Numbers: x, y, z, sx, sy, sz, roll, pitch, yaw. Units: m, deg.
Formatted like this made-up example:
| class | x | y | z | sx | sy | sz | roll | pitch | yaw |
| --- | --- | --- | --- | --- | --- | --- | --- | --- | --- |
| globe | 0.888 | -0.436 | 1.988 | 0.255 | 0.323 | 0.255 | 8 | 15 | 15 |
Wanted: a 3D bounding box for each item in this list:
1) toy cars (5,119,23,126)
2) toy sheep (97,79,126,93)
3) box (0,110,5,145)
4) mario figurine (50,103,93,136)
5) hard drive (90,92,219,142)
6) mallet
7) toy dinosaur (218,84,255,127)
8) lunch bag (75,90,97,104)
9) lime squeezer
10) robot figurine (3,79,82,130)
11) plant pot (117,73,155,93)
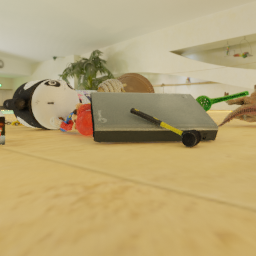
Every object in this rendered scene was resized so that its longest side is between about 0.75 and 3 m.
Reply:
| class | x | y | z | sx | sy | sz | roll | pitch | yaw |
| --- | --- | --- | --- | --- | --- | --- | --- | --- | --- |
| toy cars | -4.113 | -0.230 | 9.927 | 1.209 | 0.268 | 0.542 | 1 | 4 | 10 |
| toy sheep | -0.478 | -1.123 | 8.370 | 1.071 | 0.738 | 0.738 | -21 | 16 | -34 |
| box | -3.622 | -0.337 | 5.247 | 1.961 | 0.541 | 2.872 | -3 | 19 | -35 |
| mario figurine | -1.223 | -0.323 | 6.747 | 0.861 | 1.003 | 1.624 | 38 | -22 | -26 |
| hard drive | 0.411 | -0.262 | 5.714 | 2.310 | 0.380 | 1.612 | -1 | 30 | -10 |
| mallet | 0.668 | -0.053 | 4.966 | 1.360 | 0.280 | 0.448 | 29 | 16 | 29 |
| toy dinosaur | 4.388 | -0.589 | 9.121 | 2.923 | 1.254 | 1.981 | -11 | 21 | -27 |
| lunch bag | -1.722 | -0.754 | 10.280 | 1.741 | 1.305 | 2.053 | -3 | 11 | -44 |
| lime squeezer | 2.037 | -0.542 | 8.514 | 2.960 | 0.558 | 1.045 | -19 | 25 | 1 |
| robot figurine | -2.451 | -0.713 | 8.191 | 2.339 | 1.459 | 1.757 | 5 | 47 | 45 |
| plant pot | -0.057 | -1.396 | 13.929 | 2.400 | 2.400 | 2.093 | 2 | 21 | 22 |
